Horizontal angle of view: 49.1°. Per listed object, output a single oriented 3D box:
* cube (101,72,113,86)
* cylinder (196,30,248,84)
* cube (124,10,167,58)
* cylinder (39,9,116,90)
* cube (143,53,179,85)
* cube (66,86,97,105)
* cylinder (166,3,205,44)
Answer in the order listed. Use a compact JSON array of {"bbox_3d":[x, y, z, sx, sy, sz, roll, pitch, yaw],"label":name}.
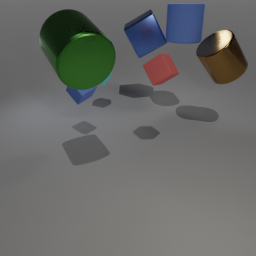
[{"bbox_3d":[-1.145,-2.362,12.392,0.700,0.700,0.700,34,9,-9],"label":"cube"},{"bbox_3d":[3.420,-2.562,10.198,1.400,1.400,1.400,-29,36,23],"label":"cylinder"},{"bbox_3d":[0.759,-4.192,12.441,1.400,1.400,1.400,-26,25,14],"label":"cube"},{"bbox_3d":[-1.199,-1.838,6.556,1.400,1.400,1.400,-15,46,-25],"label":"cylinder"},{"bbox_3d":[1.009,-1.775,8.506,0.700,0.700,0.700,-28,-3,30],"label":"cube"},{"bbox_3d":[-1.626,-1.375,9.744,0.700,0.700,0.700,-37,86,-31],"label":"cube"},{"bbox_3d":[2.204,-4.092,10.899,1.400,1.400,1.400,0,24,0],"label":"cylinder"}]
